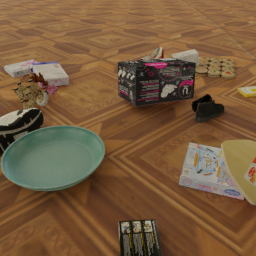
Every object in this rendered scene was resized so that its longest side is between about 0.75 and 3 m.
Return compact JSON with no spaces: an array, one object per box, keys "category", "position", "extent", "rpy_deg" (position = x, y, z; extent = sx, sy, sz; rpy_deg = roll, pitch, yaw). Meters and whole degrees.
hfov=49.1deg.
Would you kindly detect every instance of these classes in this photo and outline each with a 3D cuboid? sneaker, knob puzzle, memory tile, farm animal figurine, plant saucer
[{"category":"sneaker","position":[-3.792,0.119,8.586],"extent":[0.989,0.912,2.473],"rpy_deg":[5,26,34]},{"category":"knob puzzle","position":[3.261,1.160,6.844],"extent":[2.595,0.360,2.595],"rpy_deg":[13,42,-12]},{"category":"sneaker","position":[1.076,-3.152,13.306],"extent":[1.118,1.060,2.723],"rpy_deg":[8,33,14]},{"category":"memory tile","position":[4.340,-3.070,13.957],"extent":[1.917,0.210,2.501],"rpy_deg":[10,34,15]},{"category":"farm animal figurine","position":[-3.412,-1.230,10.616],"extent":[1.443,0.899,1.787],"rpy_deg":[-34,46,-14]},{"category":"sneaker","position":[2.835,-0.775,9.735],"extent":[1.750,0.913,0.526],"rpy_deg":[-24,41,-31]},{"category":"plant saucer","position":[-1.969,0.836,7.633],"extent":[2.711,0.487,2.711],"rpy_deg":[-1,32,0]}]

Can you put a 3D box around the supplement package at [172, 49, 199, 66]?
[{"category":"supplement package","position":[2.837,-3.383,13.862],"extent":[1.157,0.658,0.634],"rpy_deg":[-12,32,0]}]

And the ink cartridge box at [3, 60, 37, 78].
[{"category":"ink cartridge box","position":[-5.196,-3.005,13.763],"extent":[1.491,0.329,1.518],"rpy_deg":[-25,42,-32]}]

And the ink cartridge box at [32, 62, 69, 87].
[{"category":"ink cartridge box","position":[-3.570,-2.477,12.718],"extent":[1.263,0.444,2.116],"rpy_deg":[-10,37,-24]}]

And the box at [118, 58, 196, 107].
[{"category":"box","position":[1.034,-1.781,10.542],"extent":[2.478,1.422,1.638],"rpy_deg":[-9,23,-23]}]

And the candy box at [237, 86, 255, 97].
[{"category":"candy box","position":[5.259,-1.530,11.601],"extent":[1.247,0.165,0.637],"rpy_deg":[-7,31,-11]}]

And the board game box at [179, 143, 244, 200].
[{"category":"board game box","position":[2.271,1.070,7.411],"extent":[1.560,0.322,1.564],"rpy_deg":[11,34,17]}]

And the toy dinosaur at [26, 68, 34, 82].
[{"category":"toy dinosaur","position":[-4.382,-2.347,12.695],"extent":[0.959,0.290,0.509],"rpy_deg":[44,52,9]}]

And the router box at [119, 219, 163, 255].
[{"category":"router box","position":[0.237,2.323,5.510],"extent":[0.803,0.275,1.076],"rpy_deg":[-2,33,-3]}]
